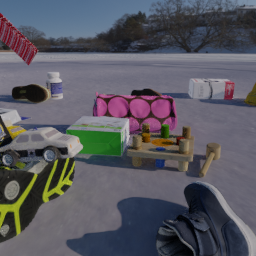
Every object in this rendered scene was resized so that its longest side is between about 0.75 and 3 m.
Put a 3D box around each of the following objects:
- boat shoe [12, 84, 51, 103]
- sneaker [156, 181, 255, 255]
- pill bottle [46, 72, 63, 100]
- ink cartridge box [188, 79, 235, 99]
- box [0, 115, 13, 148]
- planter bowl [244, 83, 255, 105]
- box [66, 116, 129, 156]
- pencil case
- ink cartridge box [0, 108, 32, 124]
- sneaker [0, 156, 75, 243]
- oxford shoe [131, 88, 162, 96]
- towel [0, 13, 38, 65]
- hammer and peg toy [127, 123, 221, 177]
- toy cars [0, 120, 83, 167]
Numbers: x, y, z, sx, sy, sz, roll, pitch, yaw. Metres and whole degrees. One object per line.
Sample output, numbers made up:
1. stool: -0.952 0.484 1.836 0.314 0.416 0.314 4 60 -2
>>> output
1. boat shoe: -4.701 -1.772 14.140 2.557 0.916 0.974 11 9 32
2. sneaker: 0.906 1.352 4.203 1.228 0.646 1.700 -2 18 -15
3. pill bottle: -3.850 -2.209 14.615 0.804 1.343 0.804 0 17 0
4. ink cartridge box: 4.454 -2.143 15.169 2.119 0.893 1.534 1 17 4
5. box: -3.688 0.624 4.448 2.834 0.627 2.270 -7 24 25
6. planter bowl: 6.877 -1.871 13.400 2.499 1.041 2.499 -9 13 2
7. box: -0.795 0.173 7.909 1.495 0.723 1.319 2 17 8
8. pencil case: 0.217 -0.524 9.111 2.702 1.266 1.226 1 -15 -8
9. ink cartridge box: -5.455 -0.376 9.966 2.815 0.573 2.821 6 18 19
10. sneaker: -2.028 1.047 4.756 1.086 1.071 2.842 4 7 20
11. oxford shoe: 1.080 -1.298 12.439 0.962 0.962 2.698 -1 15 -23
12. towel: -2.756 -2.109 6.773 0.855 1.183 0.133 -22 27 56
13. hammer and peg toy: 1.182 0.452 6.925 2.181 0.769 1.604 5 18 14
14. toy cars: -1.961 0.184 5.064 1.256 0.620 2.801 -15 12 -41
